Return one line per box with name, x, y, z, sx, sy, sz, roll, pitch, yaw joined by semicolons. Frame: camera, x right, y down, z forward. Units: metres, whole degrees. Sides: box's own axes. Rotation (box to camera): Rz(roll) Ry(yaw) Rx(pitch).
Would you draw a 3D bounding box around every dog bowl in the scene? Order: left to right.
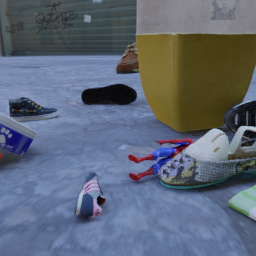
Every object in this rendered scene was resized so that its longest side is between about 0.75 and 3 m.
dog bowl;-2.968;-0.007;6.351;1.647;0.649;1.647;26;-10;5

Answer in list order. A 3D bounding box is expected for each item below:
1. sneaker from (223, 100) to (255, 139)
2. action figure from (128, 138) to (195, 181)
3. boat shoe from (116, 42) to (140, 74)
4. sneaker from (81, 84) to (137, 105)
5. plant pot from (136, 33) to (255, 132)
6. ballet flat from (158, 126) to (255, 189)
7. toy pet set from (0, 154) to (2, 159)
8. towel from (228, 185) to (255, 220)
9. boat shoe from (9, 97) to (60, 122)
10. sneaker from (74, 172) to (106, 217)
sneaker;3.676;-0.298;8.255;2.917;1.078;1.156;-6;8;-38
action figure;0.847;0.576;5.926;1.912;0.625;0.494;-12;13;-32
boat shoe;0.249;-2.944;11.572;1.134;1.107;2.998;0;22;20
sneaker;-0.780;-1.499;12.089;2.347;0.889;1.028;1;13;1
plant pot;1.973;-1.466;8.695;2.760;2.823;2.742;-7;19;-19
ballet flat;2.017;0.479;5.618;2.994;1.077;1.077;-5;18;-13
toy pet set;-3.706;0.559;5.395;1.851;0.983;1.728;18;5;-42
towel;2.796;1.288;4.263;1.480;0.304;1.983;-12;21;-36
boat shoe;-3.206;-0.684;9.628;1.672;0.759;0.592;-9;20;-27
sneaker;-0.576;1.131;4.748;0.451;0.386;1.101;12;23;0
